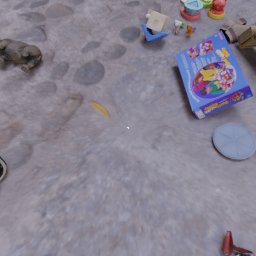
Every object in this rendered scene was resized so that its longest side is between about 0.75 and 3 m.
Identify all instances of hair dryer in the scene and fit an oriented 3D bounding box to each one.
[{"bbox_3d":[2.426,2.730,6.311,0.626,0.223,0.822,-13,64,-25],"label":"hair dryer"}]

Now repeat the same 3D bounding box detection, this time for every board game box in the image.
[{"bbox_3d":[2.617,-1.728,8.909,1.711,0.570,2.545,-24,51,22],"label":"board game box"}]

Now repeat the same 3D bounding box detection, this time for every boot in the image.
[{"bbox_3d":[4.388,-3.650,10.902,1.151,0.553,1.574,-31,63,-11],"label":"boot"}]

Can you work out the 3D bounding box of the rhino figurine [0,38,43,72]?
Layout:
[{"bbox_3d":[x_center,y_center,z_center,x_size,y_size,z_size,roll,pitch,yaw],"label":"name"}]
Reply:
[{"bbox_3d":[-4.254,-2.784,10.026,2.623,0.784,1.147,21,38,16],"label":"rhino figurine"}]

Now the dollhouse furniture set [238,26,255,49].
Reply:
[{"bbox_3d":[5.740,-2.952,9.247,2.648,2.994,1.665,-8,85,-9],"label":"dollhouse furniture set"}]

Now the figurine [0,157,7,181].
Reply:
[{"bbox_3d":[-4.762,1.179,7.187,2.285,1.008,2.342,26,58,27],"label":"figurine"}]

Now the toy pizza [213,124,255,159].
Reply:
[{"bbox_3d":[3.067,0.395,8.109,1.216,0.193,1.216,0,55,0],"label":"toy pizza"}]

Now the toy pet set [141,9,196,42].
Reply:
[{"bbox_3d":[1.405,-3.814,10.942,1.963,1.042,1.833,29,24,15],"label":"toy pet set"}]

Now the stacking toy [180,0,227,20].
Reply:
[{"bbox_3d":[3.149,-5.408,11.959,1.846,0.780,1.671,-7,55,-5],"label":"stacking toy"}]
